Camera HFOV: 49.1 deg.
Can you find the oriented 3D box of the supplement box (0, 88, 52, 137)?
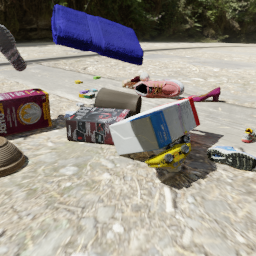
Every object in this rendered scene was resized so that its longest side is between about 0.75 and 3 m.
[{"bbox_3d":[-4.210,-0.593,10.388,2.438,1.345,1.044,-15,26,-33],"label":"supplement box"}]

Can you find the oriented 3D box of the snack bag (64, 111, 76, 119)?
[{"bbox_3d":[-2.301,-0.575,12.060,0.837,0.090,0.789,-3,22,-5],"label":"snack bag"}]

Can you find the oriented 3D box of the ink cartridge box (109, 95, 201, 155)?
[{"bbox_3d":[1.081,-0.165,9.009,1.735,1.004,2.986,-13,7,45],"label":"ink cartridge box"}]

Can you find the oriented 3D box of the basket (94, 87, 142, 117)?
[{"bbox_3d":[-0.343,-1.017,11.851,1.704,1.159,1.537,10,23,14],"label":"basket"}]

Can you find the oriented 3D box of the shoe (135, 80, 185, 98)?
[{"bbox_3d":[1.577,-2.008,14.630,1.193,0.937,2.622,-21,24,-39],"label":"shoe"}]

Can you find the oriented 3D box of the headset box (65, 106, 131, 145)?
[{"bbox_3d":[-0.891,-0.118,9.932,2.138,0.802,1.589,4,22,11],"label":"headset box"}]

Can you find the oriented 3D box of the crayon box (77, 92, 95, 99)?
[{"bbox_3d":[-2.226,-1.744,14.815,0.835,0.215,0.525,11,24,24],"label":"crayon box"}]

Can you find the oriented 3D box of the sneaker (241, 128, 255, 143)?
[{"bbox_3d":[4.270,0.180,9.724,0.394,0.415,1.011,15,26,33],"label":"sneaker"}]

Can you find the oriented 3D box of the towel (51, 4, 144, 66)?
[{"bbox_3d":[-0.737,-2.128,6.644,2.109,0.522,1.557,9,43,-24],"label":"towel"}]

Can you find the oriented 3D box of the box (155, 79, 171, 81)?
[{"bbox_3d":[2.072,-2.689,17.039,1.608,0.314,1.100,-8,23,-19],"label":"box"}]

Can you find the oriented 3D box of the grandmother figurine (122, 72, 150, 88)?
[{"bbox_3d":[0.528,-2.758,16.028,1.246,0.622,2.055,-34,15,-30],"label":"grandmother figurine"}]

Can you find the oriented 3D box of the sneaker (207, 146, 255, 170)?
[{"bbox_3d":[3.039,0.770,8.076,1.409,0.553,0.628,16,30,36],"label":"sneaker"}]

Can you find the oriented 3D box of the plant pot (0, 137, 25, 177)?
[{"bbox_3d":[-3.809,0.730,7.935,1.585,0.732,1.585,0,23,0],"label":"plant pot"}]

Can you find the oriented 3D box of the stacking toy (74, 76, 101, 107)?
[{"bbox_3d":[-1.863,-1.779,13.535,0.385,1.236,1.639,19,28,39],"label":"stacking toy"}]

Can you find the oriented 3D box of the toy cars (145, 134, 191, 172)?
[{"bbox_3d":[1.236,0.731,7.827,1.176,0.581,2.623,-18,5,14],"label":"toy cars"}]

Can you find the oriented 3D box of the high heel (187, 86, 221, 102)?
[{"bbox_3d":[3.798,-1.722,14.005,1.605,0.772,0.541,0,22,0],"label":"high heel"}]

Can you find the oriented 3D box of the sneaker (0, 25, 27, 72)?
[{"bbox_3d":[-4.531,-2.977,10.494,0.692,1.852,0.759,-35,48,-20],"label":"sneaker"}]
